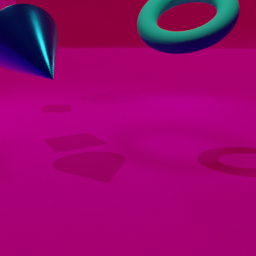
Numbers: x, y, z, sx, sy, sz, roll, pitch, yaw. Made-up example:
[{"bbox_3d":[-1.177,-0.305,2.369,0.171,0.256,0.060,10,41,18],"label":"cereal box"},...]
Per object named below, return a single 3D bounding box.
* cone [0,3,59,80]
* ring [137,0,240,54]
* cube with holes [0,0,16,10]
[{"bbox_3d":[-1.776,-1.367,5.486,1.527,1.527,1.532,-13,48,-35],"label":"cone"},{"bbox_3d":[1.212,-2.345,5.855,2.091,0.418,2.091,-9,54,13],"label":"ring"},{"bbox_3d":[-3.426,-3.529,6.879,1.022,1.022,1.022,-12,6,-26],"label":"cube with holes"}]
